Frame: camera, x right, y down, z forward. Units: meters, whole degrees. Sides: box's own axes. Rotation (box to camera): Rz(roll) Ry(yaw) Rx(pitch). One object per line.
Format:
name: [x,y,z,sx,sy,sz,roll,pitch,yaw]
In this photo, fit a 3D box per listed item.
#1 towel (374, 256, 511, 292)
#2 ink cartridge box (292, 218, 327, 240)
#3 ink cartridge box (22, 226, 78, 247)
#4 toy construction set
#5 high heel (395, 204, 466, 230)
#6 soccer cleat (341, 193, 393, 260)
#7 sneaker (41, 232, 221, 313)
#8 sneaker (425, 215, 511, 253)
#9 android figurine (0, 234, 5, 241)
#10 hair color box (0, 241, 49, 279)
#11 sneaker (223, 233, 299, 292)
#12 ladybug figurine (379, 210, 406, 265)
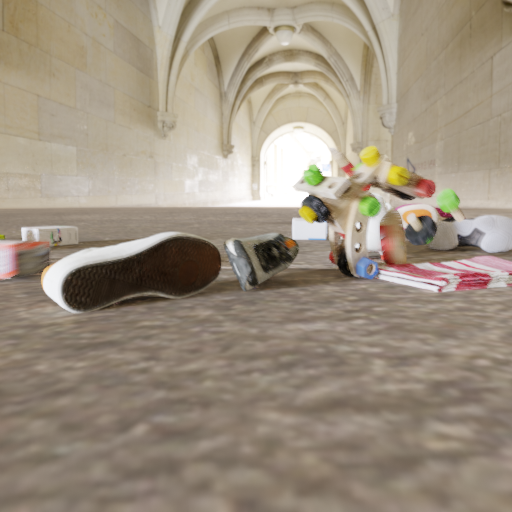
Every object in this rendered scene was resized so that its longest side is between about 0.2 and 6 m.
towel: [3.030,0.223,8.261,2.292,0.261,1.651,-3,6,-24]
ink cartridge box: [1.464,-0.756,15.570,0.918,0.539,1.254,1,5,3]
ink cartridge box: [-4.975,-0.477,13.523,0.769,0.446,1.062,5,8,40]
toy construction set: [1.427,-1.055,8.417,1.831,1.987,2.383,43,15,-28]
high heel: [4.897,-1.082,16.037,2.821,0.950,1.353,3,15,-19]
soccer cleat: [2.390,-0.678,11.694,1.130,1.265,3.261,1,6,5]
sneaker: [-1.470,0.110,6.727,2.208,0.804,0.935,-7,12,-40]
sneaker: [4.804,-0.539,12.413,2.103,0.794,1.197,-1,9,17]
android figurine: [-7.131,-0.466,14.514,1.075,0.221,0.978,-3,7,-38]
hair color box: [-4.066,0.030,8.383,1.636,0.523,0.907,2,4,15]
sneaker: [0.105,-0.024,7.576,0.750,0.699,1.893,-23,0,16]
ladybug figurine: [2.194,-0.237,9.025,0.359,0.997,0.677,-7,2,21]
